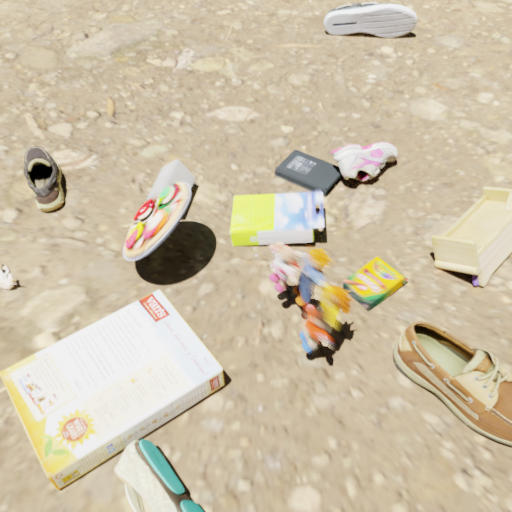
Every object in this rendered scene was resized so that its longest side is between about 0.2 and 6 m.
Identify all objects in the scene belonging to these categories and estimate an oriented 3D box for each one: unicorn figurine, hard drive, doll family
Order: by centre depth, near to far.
[{"bbox_3d":[0.885,0.477,8.499,0.816,1.124,1.811,-17,61,-20],"label":"doll family"},{"bbox_3d":[-4.596,0.376,9.881,0.916,0.338,0.629,-21,59,0],"label":"unicorn figurine"},{"bbox_3d":[1.150,-1.774,11.904,1.257,0.207,0.877,26,52,22],"label":"hard drive"}]

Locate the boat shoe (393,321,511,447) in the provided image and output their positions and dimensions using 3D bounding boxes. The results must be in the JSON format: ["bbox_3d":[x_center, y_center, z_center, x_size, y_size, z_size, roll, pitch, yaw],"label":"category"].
[{"bbox_3d":[3.127,1.806,8.112,2.460,0.908,0.931,30,54,25],"label":"boat shoe"}]

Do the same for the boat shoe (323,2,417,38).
[{"bbox_3d":[3.286,-6.956,16.183,2.632,0.949,0.933,4,51,7],"label":"boat shoe"}]

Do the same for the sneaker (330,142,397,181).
[{"bbox_3d":[2.321,-1.946,11.815,1.678,0.683,0.740,-11,90,-29],"label":"sneaker"}]

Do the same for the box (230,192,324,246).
[{"bbox_3d":[0.412,-0.722,10.691,1.745,0.416,1.064,-2,47,6],"label":"box"}]

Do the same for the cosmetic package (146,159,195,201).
[{"bbox_3d":[-1.682,-1.339,11.134,0.498,0.590,1.104,-20,35,35],"label":"cosmetic package"}]

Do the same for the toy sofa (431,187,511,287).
[{"bbox_3d":[4.156,-0.372,10.312,2.032,0.991,0.841,-38,33,-29],"label":"toy sofa"}]

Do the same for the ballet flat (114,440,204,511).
[{"bbox_3d":[-1.085,3.262,7.079,0.659,0.712,2.113,-48,55,-2],"label":"ballet flat"}]

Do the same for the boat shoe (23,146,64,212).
[{"bbox_3d":[-4.415,-1.748,11.580,0.730,0.646,1.993,-20,50,-18],"label":"boat shoe"}]

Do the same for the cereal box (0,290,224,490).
[{"bbox_3d":[-2.110,1.831,8.327,2.722,0.538,1.958,-27,51,-23],"label":"cereal box"}]

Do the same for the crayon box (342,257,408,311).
[{"bbox_3d":[2.096,0.434,9.778,1.019,0.259,0.647,-34,55,-22],"label":"crayon box"}]

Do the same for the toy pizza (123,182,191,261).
[{"bbox_3d":[-1.759,-0.641,9.543,1.672,0.265,1.672,-35,31,25],"label":"toy pizza"}]
